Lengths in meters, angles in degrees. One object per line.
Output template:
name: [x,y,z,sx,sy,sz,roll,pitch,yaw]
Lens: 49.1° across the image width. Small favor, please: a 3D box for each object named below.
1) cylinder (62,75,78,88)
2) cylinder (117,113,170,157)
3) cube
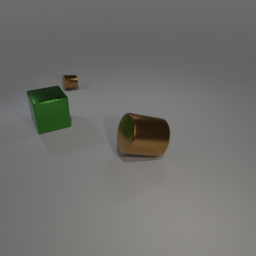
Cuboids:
cylinder: [-3.121,-2.493,15.058,0.700,0.700,0.700,-6,31,-25]
cylinder: [0.513,0.250,9.756,1.400,1.400,1.400,8,26,-25]
cube: [-3.335,-0.810,11.825,1.400,1.400,1.400,-15,35,-23]
